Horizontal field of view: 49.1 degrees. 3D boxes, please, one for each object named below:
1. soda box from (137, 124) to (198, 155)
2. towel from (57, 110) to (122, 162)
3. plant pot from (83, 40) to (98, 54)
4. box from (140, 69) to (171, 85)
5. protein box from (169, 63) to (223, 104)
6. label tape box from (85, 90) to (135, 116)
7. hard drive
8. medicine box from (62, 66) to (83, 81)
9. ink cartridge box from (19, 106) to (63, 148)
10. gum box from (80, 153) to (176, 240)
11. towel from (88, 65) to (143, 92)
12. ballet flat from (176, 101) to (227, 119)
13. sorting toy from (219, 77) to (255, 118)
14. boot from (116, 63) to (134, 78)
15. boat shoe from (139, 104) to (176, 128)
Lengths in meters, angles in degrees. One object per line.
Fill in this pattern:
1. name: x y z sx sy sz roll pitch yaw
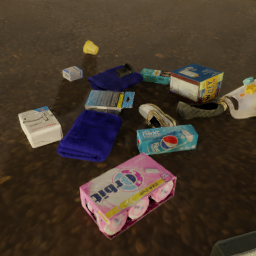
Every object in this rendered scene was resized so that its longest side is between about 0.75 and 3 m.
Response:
1. soda box: 1.362 0.409 9.832 2.021 0.648 0.685 -7 36 -8
2. towel: -1.324 0.174 10.191 1.818 0.610 2.462 6 36 10
3. plant pot: -2.263 -4.926 17.366 0.725 0.771 0.771 25 40 7
4. box: 1.508 -2.636 14.345 1.677 0.412 0.690 10 36 14
5. protein box: 3.090 -2.038 12.807 1.663 1.130 1.675 -26 40 -33
6. label tape box: -0.722 -1.008 11.863 1.923 0.609 1.387 4 35 5
7. hard drive: 2.847 2.625 5.585 2.741 1.913 0.451 -9 37 -13
8. medicine box: -2.877 -2.854 14.650 0.812 0.418 0.739 -28 44 -33
9. ink cartridge box: -3.277 -0.071 10.486 1.145 0.661 1.568 -20 39 -26
10. gum box: -0.029 1.786 7.735 2.430 0.804 1.379 -25 42 -31
11. towel: -0.590 -2.317 13.844 1.725 0.579 2.336 34 47 29
12. ballet flat: 3.093 -0.838 11.469 2.431 0.691 0.808 -9 27 -23
13. sorting toy: 5.288 -1.283 11.999 2.354 1.397 2.614 -21 36 4
14. boot: -0.223 -2.851 13.764 0.785 0.395 1.050 -20 30 -10
15. boat shoe: 1.010 -0.411 10.970 0.620 0.677 1.811 -23 40 -34
